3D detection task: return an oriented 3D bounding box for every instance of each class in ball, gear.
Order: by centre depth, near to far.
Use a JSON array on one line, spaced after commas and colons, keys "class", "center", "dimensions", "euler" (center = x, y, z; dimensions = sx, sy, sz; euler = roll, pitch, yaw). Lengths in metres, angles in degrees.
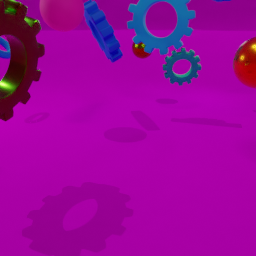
[{"class": "gear", "center": [-2.087, -1.002, 4.416], "dimensions": [0.367, 1.982, 1.982], "euler": [23, 27, 13]}, {"class": "ball", "center": [2.762, -1.363, 5.840], "dimensions": [1.085, 1.085, 1.085], "euler": [0, 21, 0]}, {"class": "ball", "center": [-1.786, -3.242, 7.614], "dimensions": [1.181, 1.181, 1.181], "euler": [0, 21, 0]}, {"class": "gear", "center": [1.007, -3.318, 8.606], "dimensions": [2.030, 2.030, 0.375], "euler": [6, 22, 14]}, {"class": "gear", "center": [-0.834, -3.061, 8.974], "dimensions": [0.364, 1.967, 1.967], "euler": [-31, 26, -4]}, {"class": "gear", "center": [1.746, -1.971, 9.099], "dimensions": [1.211, 1.211, 0.224], "euler": [1, 36, 2]}, {"class": "ball", "center": [0.585, -3.233, 11.278], "dimensions": [0.860, 0.860, 0.860], "euler": [0, 21, 0]}]

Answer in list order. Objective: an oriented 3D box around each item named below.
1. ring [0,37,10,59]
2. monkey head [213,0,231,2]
[{"class": "ring", "center": [-4.342, -2.734, 9.269], "dimensions": [1.207, 0.241, 1.207], "euler": [34, 24, -18]}, {"class": "monkey head", "center": [3.112, -4.661, 9.144], "dimensions": [1.570, 0.946, 1.130], "euler": [8, 22, 29]}]
